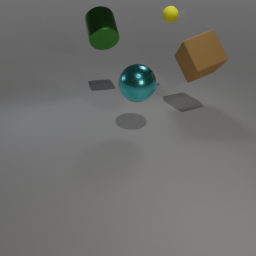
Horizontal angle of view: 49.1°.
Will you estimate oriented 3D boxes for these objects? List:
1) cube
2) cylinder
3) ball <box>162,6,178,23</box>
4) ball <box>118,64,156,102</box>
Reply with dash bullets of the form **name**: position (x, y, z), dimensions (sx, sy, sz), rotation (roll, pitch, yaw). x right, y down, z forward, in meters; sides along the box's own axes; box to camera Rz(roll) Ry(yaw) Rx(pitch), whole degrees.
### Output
- **cube**: position (3.004, -2.957, 11.718), dimensions (1.400, 1.400, 1.400), rotation (-23, -6, -9)
- **cylinder**: position (-1.213, -4.622, 13.034), dimensions (1.400, 1.400, 1.400), rotation (-8, 66, -13)
- **ball**: position (1.906, -5.115, 12.616), dimensions (0.700, 0.700, 0.700), rotation (0, 29, 0)
- **ball**: position (0.345, -1.644, 10.293), dimensions (1.400, 1.400, 1.400), rotation (0, 29, 0)
